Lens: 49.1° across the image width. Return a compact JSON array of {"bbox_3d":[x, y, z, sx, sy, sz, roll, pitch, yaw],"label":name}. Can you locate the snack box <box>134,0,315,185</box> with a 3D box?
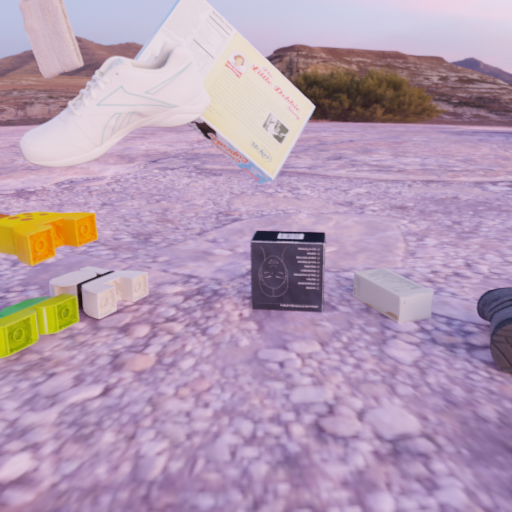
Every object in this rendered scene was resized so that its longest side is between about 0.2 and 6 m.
[{"bbox_3d":[-0.562,-3.194,10.850,3.390,1.970,0.629,38,-20,-24],"label":"snack box"}]

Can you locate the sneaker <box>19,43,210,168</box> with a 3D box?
[{"bbox_3d":[-2.234,-2.339,8.500,3.006,1.204,1.057,-26,48,-11],"label":"sneaker"}]

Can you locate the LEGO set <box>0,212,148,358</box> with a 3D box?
[{"bbox_3d":[-3.501,0.267,6.909,1.878,1.745,4.575,9,18,25],"label":"LEGO set"}]

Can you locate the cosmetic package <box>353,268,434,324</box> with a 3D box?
[{"bbox_3d":[1.968,0.558,8.166,0.606,0.410,1.153,-7,18,-20],"label":"cosmetic package"}]

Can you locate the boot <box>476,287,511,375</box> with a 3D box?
[{"bbox_3d":[4.022,0.814,6.567,2.600,0.907,1.712,8,17,17],"label":"boot"}]

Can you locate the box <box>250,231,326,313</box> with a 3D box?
[{"bbox_3d":[0.475,0.215,8.190,1.068,1.050,0.662,2,17,7],"label":"box"}]

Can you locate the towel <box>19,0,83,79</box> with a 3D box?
[{"bbox_3d":[-3.700,-4.012,10.061,0.964,1.454,0.251,-5,20,31],"label":"towel"}]
